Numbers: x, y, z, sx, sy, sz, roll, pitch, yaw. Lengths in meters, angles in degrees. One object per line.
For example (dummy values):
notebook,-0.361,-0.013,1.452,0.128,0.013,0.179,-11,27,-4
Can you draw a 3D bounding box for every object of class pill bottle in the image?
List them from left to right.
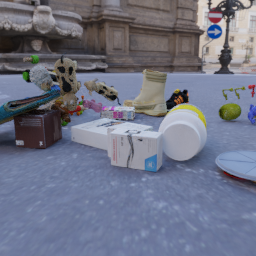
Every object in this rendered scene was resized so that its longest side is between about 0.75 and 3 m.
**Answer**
pill bottle,1.452,0.087,7.361,1.192,1.192,2.120,4,15,15

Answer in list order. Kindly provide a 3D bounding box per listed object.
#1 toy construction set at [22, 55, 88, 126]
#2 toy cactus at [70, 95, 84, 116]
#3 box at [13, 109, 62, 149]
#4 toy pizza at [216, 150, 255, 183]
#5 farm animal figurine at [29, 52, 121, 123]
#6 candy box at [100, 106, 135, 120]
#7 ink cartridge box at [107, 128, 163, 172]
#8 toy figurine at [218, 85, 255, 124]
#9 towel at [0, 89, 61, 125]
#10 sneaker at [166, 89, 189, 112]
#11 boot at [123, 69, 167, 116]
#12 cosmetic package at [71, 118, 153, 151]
toy construction set,-2.627,-1.306,11.285,2.829,2.359,2.173,36,32,28
toy cactus,-2.535,-0.961,12.862,1.274,0.789,1.544,-6,21,21
box,-2.616,-0.002,8.273,0.936,0.927,1.128,3,14,11
toy pizza,2.841,0.882,6.038,1.843,0.292,1.843,1,13,0
farm animal figurine,-1.576,-1.170,8.455,2.217,2.193,1.156,-24,19,6
candy box,-0.413,-0.634,11.866,1.390,0.424,0.948,1,14,4
ink cartridge box,0.061,0.483,6.545,1.423,0.824,0.475,5,17,22
toy figurine,5.135,-0.804,10.739,2.756,1.454,1.651,-3,19,-8
towel,-3.583,-0.429,8.400,2.754,0.299,2.019,-19,8,34
sneaker,2.238,-1.385,13.674,0.787,1.013,2.251,12,19,41
boot,0.751,-1.670,12.801,0.929,1.984,2.552,-11,18,-38
cosmetic package,-0.489,0.180,8.445,2.002,0.517,1.510,11,20,36
